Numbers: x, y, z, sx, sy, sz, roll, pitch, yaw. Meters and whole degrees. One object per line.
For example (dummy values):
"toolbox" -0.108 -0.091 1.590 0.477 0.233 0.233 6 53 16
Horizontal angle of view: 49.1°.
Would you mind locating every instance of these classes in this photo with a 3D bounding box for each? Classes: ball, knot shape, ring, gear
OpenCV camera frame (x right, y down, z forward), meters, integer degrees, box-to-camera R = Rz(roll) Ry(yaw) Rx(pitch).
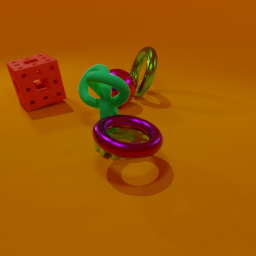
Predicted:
"ball" -0.383 -1.361 9.522 1.297 1.297 1.297 0 28 0
"knot shape" -0.726 -0.977 7.465 0.838 1.815 1.698 -25 54 -24
"ring" 0.526 -2.057 10.309 0.377 1.887 1.887 13 23 -21
"ring" 0.001 0.151 6.276 1.598 0.320 1.598 8 29 -4
"gear" -0.178 0.349 7.369 1.390 0.257 1.390 0 28 0

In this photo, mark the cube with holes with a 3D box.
"cube with holes" -3.178 -1.644 9.737 1.383 1.383 1.383 -23 33 -25
